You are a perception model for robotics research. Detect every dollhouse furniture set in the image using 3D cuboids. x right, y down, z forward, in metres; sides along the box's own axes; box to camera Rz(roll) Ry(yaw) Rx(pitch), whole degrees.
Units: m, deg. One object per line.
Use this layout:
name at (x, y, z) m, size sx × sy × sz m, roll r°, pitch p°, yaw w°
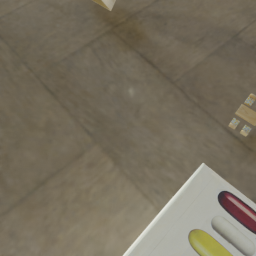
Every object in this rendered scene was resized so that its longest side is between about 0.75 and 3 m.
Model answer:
dollhouse furniture set at (2.986, -0.213, 6.455) m, size 0.951 × 0.619 × 0.874 m, roll 36°, pitch 89°, yaw 18°

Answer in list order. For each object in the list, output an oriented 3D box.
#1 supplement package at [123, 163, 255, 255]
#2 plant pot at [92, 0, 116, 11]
supplement package at (0.739, 2.471, 4.518) m, size 1.661 × 2.334 × 2.996 m, roll 39°, pitch 70°, yaw 19°
plant pot at (-0.859, -4.412, 8.280) m, size 1.157 × 1.158 × 1.025 m, roll 39°, pitch 98°, yaw 25°
